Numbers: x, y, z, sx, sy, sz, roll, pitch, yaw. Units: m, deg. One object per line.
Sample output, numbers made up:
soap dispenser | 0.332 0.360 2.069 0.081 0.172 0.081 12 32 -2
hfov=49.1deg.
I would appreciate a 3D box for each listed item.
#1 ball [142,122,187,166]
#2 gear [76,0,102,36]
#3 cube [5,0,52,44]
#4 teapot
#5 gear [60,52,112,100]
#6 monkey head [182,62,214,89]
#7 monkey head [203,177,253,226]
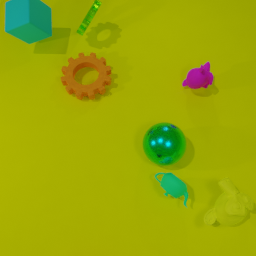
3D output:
ball | 0.972 0.429 7.487 1.171 1.171 1.171 0 66 0
gear | -1.259 -3.563 9.040 0.226 1.223 1.223 31 66 -18
cube | -3.109 -3.403 8.795 1.007 1.007 1.007 -9 79 26
teapot | 1.143 1.512 7.059 1.135 0.706 0.556 38 88 23
gear | -1.296 -1.633 8.746 1.546 0.286 1.546 0 70 0
monkey head | 2.121 -1.605 8.369 0.739 1.227 0.883 11 73 -13
monkey head | 2.383 1.761 6.690 1.427 0.860 1.026 -18 69 -31
